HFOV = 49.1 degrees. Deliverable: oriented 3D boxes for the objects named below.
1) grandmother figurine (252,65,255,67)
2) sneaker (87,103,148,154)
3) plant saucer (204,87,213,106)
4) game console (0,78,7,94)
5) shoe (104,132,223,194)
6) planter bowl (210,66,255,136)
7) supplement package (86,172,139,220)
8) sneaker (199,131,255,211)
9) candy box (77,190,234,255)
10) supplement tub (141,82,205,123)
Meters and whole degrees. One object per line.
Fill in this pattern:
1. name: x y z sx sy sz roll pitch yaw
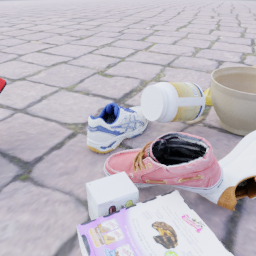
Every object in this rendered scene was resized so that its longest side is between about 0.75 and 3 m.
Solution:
1. grandmother figurine: 5.007 -1.727 11.196 1.681 0.840 2.773 -11 27 28
2. sneaker: -0.178 -0.270 8.283 0.975 1.141 2.589 16 33 29
3. plant saucer: 3.504 -1.208 10.699 1.289 0.312 1.289 12 32 18
4. game console: -4.043 -0.195 7.120 2.102 0.369 2.377 -11 48 53
5. shoe: 0.514 0.663 5.952 2.788 1.268 0.996 2 56 29
6. planter bowl: 3.688 -0.769 8.656 2.397 1.613 2.397 -1 30 0
7. supplement package: -0.301 1.488 5.512 0.847 0.886 0.652 -14 33 -22
8. sneaker: 2.820 0.984 6.434 2.655 0.967 1.124 -32 45 -26
9. candy box: 0.395 2.094 4.631 2.033 0.727 1.705 -14 33 -21
10. supplement tub: 1.313 -0.749 8.212 1.638 1.183 1.183 -5 28 -34
